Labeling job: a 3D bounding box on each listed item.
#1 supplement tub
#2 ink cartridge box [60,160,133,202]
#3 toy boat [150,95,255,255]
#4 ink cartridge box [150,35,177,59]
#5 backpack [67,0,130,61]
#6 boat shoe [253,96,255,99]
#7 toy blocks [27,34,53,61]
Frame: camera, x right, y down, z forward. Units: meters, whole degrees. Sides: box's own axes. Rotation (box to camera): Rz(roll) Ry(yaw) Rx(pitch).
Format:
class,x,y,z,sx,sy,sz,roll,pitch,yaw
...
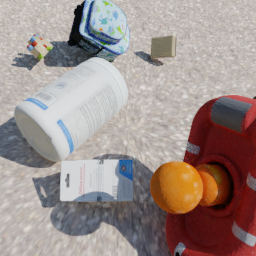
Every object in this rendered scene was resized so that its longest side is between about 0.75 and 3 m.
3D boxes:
class,x,y,z,sx,sy,sz,roll,pitch,yaw
supplement tub,-1.269,-0.476,6.612,1.549,1.549,2.348,30,53,25
ink cartridge box,-0.608,1.051,5.606,1.395,0.473,0.809,0,78,-3
toy boat,1.183,0.912,4.315,1.892,2.894,1.889,4,14,-28
ink cartridge box,1.155,-2.606,9.086,0.812,0.669,0.305,6,5,36
backpack,-0.751,-3.069,8.825,1.783,1.311,1.632,22,65,-35
boat shoe,3.286,0.245,6.260,0.989,1.054,2.928,-20,40,13
toy blocks,-2.831,-2.604,8.839,0.505,0.690,1.010,-30,27,32
